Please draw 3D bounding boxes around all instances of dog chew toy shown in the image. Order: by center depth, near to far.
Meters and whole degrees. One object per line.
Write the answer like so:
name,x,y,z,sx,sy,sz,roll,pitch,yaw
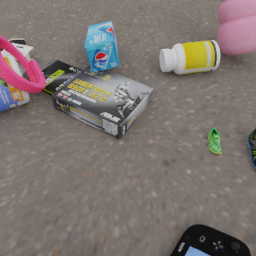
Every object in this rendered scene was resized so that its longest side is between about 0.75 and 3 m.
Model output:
dog chew toy,3.801,-3.825,9.622,1.555,2.497,1.555,-10,13,2

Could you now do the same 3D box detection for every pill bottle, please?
pill bottle,-4.402,-1.030,8.121,2.653,1.486,1.486,-23,52,-20
pill bottle,2.092,-2.409,9.662,1.878,1.045,1.045,-8,49,-7

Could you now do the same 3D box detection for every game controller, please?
game controller,1.179,2.961,5.063,1.359,0.549,2.606,20,50,31

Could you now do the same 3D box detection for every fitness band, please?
fitness band,-3.352,-1.915,8.418,0.451,1.730,2.409,-43,56,12

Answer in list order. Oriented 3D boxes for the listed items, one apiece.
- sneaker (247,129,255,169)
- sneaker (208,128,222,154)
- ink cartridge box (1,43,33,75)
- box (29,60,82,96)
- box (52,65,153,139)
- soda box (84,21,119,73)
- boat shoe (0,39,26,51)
sneaker,3.485,0.591,7.261,0.512,0.599,1.445,-1,48,1
sneaker,2.367,0.344,7.656,0.305,0.344,0.824,-1,49,-2
ink cartridge box,-4.096,-2.252,9.831,0.982,0.574,1.692,15,50,13
box,-2.356,-1.677,9.486,1.342,0.330,1.390,27,53,21
box,-0.739,-0.910,8.594,2.454,0.593,1.943,25,52,21
soda box,-0.859,-2.845,9.517,0.908,0.859,2.678,-12,34,3
boat shoe,-4.616,-3.038,10.635,1.557,0.570,0.488,-25,90,-34
